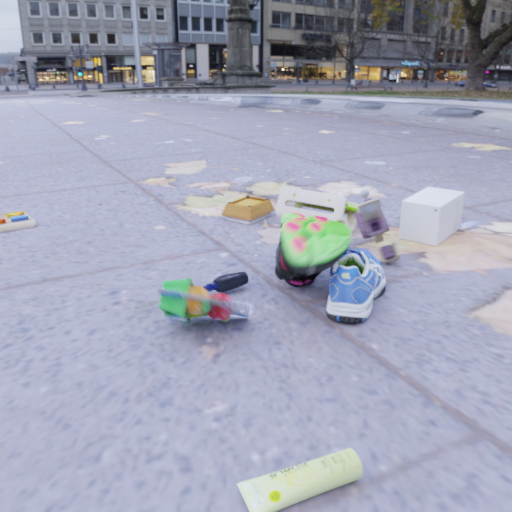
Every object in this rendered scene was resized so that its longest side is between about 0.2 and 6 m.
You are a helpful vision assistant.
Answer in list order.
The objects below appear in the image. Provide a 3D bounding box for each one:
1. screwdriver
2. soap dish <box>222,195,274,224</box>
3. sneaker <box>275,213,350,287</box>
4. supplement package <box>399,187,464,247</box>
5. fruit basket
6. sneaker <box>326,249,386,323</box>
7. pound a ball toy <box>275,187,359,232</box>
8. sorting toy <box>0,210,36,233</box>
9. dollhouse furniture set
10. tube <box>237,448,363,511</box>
[{"bbox_3d":[-1.075,0.667,9.798,2.145,0.299,0.312,-19,72,-28],"label":"screwdriver"},{"bbox_3d":[-0.199,-1.204,14.425,0.896,0.462,1.138,13,24,31],"label":"soap dish"},{"bbox_3d":[0.942,-0.022,9.939,1.209,1.320,3.152,7,8,3],"label":"sneaker"},{"bbox_3d":[4.108,-0.955,13.094,0.941,0.952,1.571,15,26,34],"label":"supplement package"},{"bbox_3d":[-0.790,0.796,8.622,1.361,0.638,1.260,15,-14,2],"label":"fruit basket"},{"bbox_3d":[1.817,0.289,9.866,0.929,0.945,2.454,4,20,14],"label":"sneaker"},{"bbox_3d":[1.706,-0.962,13.556,2.117,0.899,1.381,15,0,34],"label":"pound a ball toy"},{"bbox_3d":[-6.440,-0.845,13.771,1.747,0.257,1.291,-12,24,-30],"label":"sorting toy"},{"bbox_3d":[1.799,-0.485,11.406,1.848,1.312,1.464,-19,57,9],"label":"dollhouse furniture set"},{"bbox_3d":[0.465,2.271,5.629,1.238,0.321,0.359,-12,-15,-17],"label":"tube"}]
